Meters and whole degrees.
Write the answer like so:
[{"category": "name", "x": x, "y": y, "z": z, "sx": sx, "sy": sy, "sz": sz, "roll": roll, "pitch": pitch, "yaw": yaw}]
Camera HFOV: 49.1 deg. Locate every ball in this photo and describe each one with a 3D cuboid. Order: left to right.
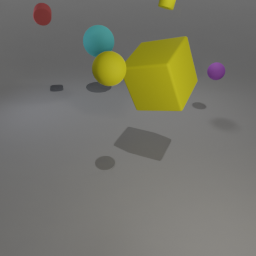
[{"category": "ball", "x": -1.318, "y": -3.898, "z": 12.622, "sx": 1.400, "sy": 1.400, "sz": 1.400, "roll": 0, "pitch": 31, "yaw": 0}, {"category": "ball", "x": -0.385, "y": -1.213, "z": 5.738, "sx": 0.700, "sy": 0.700, "sz": 0.700, "roll": 0, "pitch": 31, "yaw": 0}, {"category": "ball", "x": 3.558, "y": -2.284, "z": 11.298, "sx": 0.700, "sy": 0.700, "sz": 0.700, "roll": 0, "pitch": 31, "yaw": 0}]

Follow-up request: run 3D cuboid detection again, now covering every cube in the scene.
[{"category": "cube", "x": 0.873, "y": -1.415, "z": 7.498, "sx": 1.400, "sy": 1.400, "sz": 1.400, "roll": 3, "pitch": 44, "yaw": 34}]

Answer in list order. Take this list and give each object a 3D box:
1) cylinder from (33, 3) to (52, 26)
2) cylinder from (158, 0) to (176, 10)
[{"category": "cylinder", "x": -3.449, "y": -4.593, "z": 11.299, "sx": 0.700, "sy": 0.700, "sz": 0.700, "roll": -6, "pitch": 40, "yaw": -10}, {"category": "cylinder", "x": 1.745, "y": -5.630, "z": 12.292, "sx": 0.700, "sy": 0.700, "sz": 0.700, "roll": 14, "pitch": 18, "yaw": -5}]
